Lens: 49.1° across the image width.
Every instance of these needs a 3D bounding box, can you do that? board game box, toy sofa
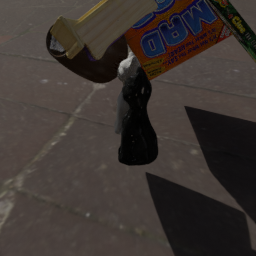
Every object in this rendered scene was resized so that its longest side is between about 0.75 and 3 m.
[{"bbox_3d":[2.497,-2.033,6.077,2.478,0.291,1.298,41,22,-18],"label":"board game box"},{"bbox_3d":[-0.382,-1.870,4.782,1.742,0.850,0.722,-47,19,-18],"label":"toy sofa"},{"bbox_3d":[1.196,-3.340,8.200,2.536,2.537,2.538,-27,16,19],"label":"board game box"}]

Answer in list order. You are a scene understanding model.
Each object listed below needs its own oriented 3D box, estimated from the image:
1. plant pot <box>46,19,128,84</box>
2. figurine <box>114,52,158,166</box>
[{"bbox_3d":[-1.088,-1.931,6.738,1.580,1.580,1.691,22,13,26],"label":"plant pot"},{"bbox_3d":[0.129,-0.521,5.883,0.829,1.879,1.925,-3,29,-6],"label":"figurine"}]
